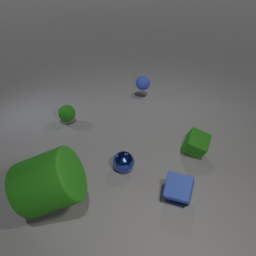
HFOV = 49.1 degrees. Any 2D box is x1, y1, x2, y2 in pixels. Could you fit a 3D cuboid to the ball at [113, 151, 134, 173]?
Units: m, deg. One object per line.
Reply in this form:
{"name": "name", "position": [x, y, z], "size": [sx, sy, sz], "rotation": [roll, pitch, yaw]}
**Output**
{"name": "ball", "position": [-0.143, 1.088, 9.005], "size": [0.700, 0.700, 0.700], "rotation": [0, 31, 0]}

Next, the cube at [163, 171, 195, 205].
{"name": "cube", "position": [1.419, 1.664, 7.758], "size": [0.700, 0.700, 0.700], "rotation": [10, 73, 19]}

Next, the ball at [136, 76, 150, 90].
{"name": "ball", "position": [0.736, -2.202, 13.764], "size": [0.700, 0.700, 0.700], "rotation": [0, 31, 0]}

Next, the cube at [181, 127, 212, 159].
{"name": "cube", "position": [2.330, 0.521, 9.567], "size": [0.700, 0.700, 0.700], "rotation": [24, 61, 1]}

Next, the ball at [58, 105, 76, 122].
{"name": "ball", "position": [-2.530, -0.608, 11.596], "size": [0.700, 0.700, 0.700], "rotation": [0, 31, 0]}

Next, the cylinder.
{"name": "cylinder", "position": [-1.914, 1.298, 6.736], "size": [1.400, 1.400, 1.400], "rotation": [-21, 29, 11]}
